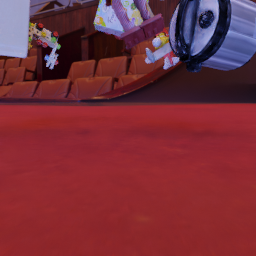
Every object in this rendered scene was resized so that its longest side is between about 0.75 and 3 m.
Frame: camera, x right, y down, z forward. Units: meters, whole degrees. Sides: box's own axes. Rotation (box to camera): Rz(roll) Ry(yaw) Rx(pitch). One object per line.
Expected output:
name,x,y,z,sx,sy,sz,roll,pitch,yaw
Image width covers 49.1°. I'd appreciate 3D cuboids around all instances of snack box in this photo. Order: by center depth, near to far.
snack box,-0.216,-3.694,9.136,1.517,1.280,0.513,14,-4,3

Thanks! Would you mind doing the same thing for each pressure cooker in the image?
pressure cooker,1.512,-1.830,5.119,1.569,1.380,1.402,1,-32,-32

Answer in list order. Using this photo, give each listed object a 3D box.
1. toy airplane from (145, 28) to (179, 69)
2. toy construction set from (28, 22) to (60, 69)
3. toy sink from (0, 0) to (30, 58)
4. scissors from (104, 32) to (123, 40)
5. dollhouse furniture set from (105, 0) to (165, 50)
toy airplane,0.857,-1.921,6.752,0.683,0.968,0.964,11,20,-41
toy construction set,-2.397,-2.296,7.622,0.662,0.942,1.437,-12,-32,36
toy sink,-2.645,-2.952,5.288,1.662,2.967,1.934,1,15,-25
scissors,-0.343,-4.097,10.470,0.880,2.405,0.168,26,-40,-16
dollhouse furniture set,-0.064,-2.393,4.789,0.873,1.155,2.146,-25,-10,8
